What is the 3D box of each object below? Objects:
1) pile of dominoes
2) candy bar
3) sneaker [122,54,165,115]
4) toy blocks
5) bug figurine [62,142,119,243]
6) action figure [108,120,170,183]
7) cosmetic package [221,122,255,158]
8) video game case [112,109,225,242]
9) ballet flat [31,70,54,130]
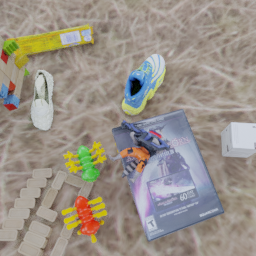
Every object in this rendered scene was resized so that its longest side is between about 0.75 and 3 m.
[{"bbox_3d":[-2.012,2.075,6.969,1.658,0.339,2.127,19,62,8],"label":"pile of dominoes"},{"bbox_3d":[-2.311,-2.640,8.541,2.637,0.292,0.658,-13,105,-4],"label":"candy bar"},{"bbox_3d":[0.506,-1.375,7.733,0.800,1.109,2.112,22,71,8],"label":"sneaker"},{"bbox_3d":[-3.358,-1.409,7.092,1.090,2.182,1.492,-5,64,9],"label":"toy blocks"},{"bbox_3d":[-0.205,1.312,6.887,2.955,0.760,2.292,-16,76,-11],"label":"bug figurine"},{"bbox_3d":[0.230,0.447,6.359,1.354,0.732,1.400,-36,49,-19],"label":"action figure"},{"bbox_3d":[2.879,0.326,7.232,0.694,0.842,0.694,3,69,1],"label":"cosmetic package"},{"bbox_3d":[0.907,1.003,6.602,1.898,0.252,2.657,-16,77,-12],"label":"video game case"},{"bbox_3d":[-2.439,-0.831,7.816,0.646,0.646,1.800,-5,70,-2],"label":"ballet flat"}]
